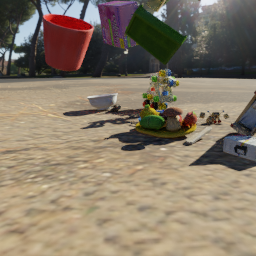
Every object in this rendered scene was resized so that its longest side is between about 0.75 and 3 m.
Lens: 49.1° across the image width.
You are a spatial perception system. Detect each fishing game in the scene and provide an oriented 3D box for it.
[{"bbox_3d":[0.952,-0.333,9.892,1.245,0.270,1.738,10,27,44],"label":"fishing game"}]

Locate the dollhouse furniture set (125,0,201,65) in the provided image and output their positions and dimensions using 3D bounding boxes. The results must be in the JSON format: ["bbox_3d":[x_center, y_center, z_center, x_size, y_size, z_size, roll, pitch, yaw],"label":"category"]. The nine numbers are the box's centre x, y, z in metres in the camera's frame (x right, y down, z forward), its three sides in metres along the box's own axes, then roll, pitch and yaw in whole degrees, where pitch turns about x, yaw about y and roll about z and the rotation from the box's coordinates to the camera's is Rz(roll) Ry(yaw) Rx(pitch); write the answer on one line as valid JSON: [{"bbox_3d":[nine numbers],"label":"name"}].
[{"bbox_3d":[1.054,-2.588,5.669,1.021,2.646,1.322,35,-31,-4],"label":"dollhouse furniture set"}]

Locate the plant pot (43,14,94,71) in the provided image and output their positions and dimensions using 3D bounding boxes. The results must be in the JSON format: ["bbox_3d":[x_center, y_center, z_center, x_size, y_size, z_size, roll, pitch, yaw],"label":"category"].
[{"bbox_3d":[-2.503,-3.386,11.243,2.004,1.773,2.004,13,31,-8],"label":"plant pot"}]

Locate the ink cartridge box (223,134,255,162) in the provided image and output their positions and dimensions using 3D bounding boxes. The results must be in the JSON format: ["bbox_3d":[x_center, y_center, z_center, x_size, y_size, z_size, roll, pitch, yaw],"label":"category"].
[{"bbox_3d":[2.724,0.430,6.341,0.633,0.360,0.869,-8,15,-32],"label":"ink cartridge box"}]

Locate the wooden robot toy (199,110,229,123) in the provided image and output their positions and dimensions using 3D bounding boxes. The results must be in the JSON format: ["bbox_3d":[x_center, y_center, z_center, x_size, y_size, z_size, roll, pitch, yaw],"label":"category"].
[{"bbox_3d":[3.064,-0.332,10.075,1.048,0.462,0.476,-1,-23,-3],"label":"wooden robot toy"}]

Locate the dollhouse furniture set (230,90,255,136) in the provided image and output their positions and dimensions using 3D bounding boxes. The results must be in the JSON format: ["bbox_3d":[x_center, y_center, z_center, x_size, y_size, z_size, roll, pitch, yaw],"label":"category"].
[{"bbox_3d":[4.080,-0.120,7.774,1.764,1.243,1.236,40,32,24],"label":"dollhouse furniture set"}]

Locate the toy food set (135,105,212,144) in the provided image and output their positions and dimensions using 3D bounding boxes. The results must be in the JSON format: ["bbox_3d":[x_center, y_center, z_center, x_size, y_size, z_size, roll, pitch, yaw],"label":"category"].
[{"bbox_3d":[1.234,-0.316,8.310,1.431,0.795,2.433,-22,23,-38],"label":"toy food set"}]

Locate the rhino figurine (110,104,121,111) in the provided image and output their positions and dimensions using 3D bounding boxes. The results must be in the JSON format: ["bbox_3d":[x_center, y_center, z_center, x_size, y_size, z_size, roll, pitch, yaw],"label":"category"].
[{"bbox_3d":[-0.558,-0.894,12.558,0.394,0.270,0.902,-1,14,13],"label":"rhino figurine"}]

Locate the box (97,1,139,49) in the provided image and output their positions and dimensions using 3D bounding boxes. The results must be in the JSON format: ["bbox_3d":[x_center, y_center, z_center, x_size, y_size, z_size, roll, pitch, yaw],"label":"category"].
[{"bbox_3d":[-0.247,-2.996,8.078,0.623,1.133,1.288,-24,33,-24],"label":"box"}]

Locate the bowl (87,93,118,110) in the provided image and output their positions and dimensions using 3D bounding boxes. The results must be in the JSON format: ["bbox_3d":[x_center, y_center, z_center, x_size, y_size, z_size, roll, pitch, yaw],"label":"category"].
[{"bbox_3d":[-1.135,-1.190,12.838,1.430,0.642,1.430,-6,11,1],"label":"bowl"}]

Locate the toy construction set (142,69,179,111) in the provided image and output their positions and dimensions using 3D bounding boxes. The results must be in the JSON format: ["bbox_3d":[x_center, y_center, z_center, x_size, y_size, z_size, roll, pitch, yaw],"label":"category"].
[{"bbox_3d":[1.365,-1.762,12.767,1.304,1.855,2.830,-1,12,-5],"label":"toy construction set"}]
